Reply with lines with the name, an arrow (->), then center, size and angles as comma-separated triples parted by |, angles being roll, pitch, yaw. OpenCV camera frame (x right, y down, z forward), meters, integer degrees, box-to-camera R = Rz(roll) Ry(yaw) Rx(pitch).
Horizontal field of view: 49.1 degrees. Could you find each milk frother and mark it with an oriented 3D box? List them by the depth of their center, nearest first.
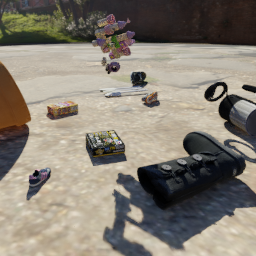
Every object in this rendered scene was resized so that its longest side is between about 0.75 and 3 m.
milk frother -> 4.199, -0.818, 10.911 | 1.994, 1.799, 1.875 | -3, 21, -14

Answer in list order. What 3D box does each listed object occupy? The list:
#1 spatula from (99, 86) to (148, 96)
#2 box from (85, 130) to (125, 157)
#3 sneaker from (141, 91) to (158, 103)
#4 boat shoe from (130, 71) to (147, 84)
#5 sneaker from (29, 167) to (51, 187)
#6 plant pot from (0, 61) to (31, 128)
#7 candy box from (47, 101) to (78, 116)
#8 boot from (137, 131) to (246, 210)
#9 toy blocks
spatula -> -0.254, -2.227, 16.755 | 2.637, 0.212, 1.834 | -6, 17, -18
box -> -0.810, 0.496, 9.609 | 1.097, 0.339, 1.374 | -5, 22, -18
sneaker -> 1.182, -1.652, 14.862 | 0.488, 0.494, 1.263 | 7, 21, 36
boat shoe -> 0.703, -3.461, 18.903 | 0.688, 0.863, 2.282 | 0, 21, 17
sneaker -> -2.393, 1.243, 7.670 | 0.309, 0.361, 0.880 | 6, 22, 14
plant pot -> -5.243, -1.021, 10.809 | 1.870, 2.672, 2.672 | -32, 34, -25
candy box -> -3.076, -0.947, 13.226 | 1.269, 0.358, 0.741 | -18, 29, -35
boot -> 1.438, 0.999, 7.751 | 2.754, 0.904, 2.270 | -17, 25, -26
toy blocks -> -0.329, -3.248, 10.602 | 1.414, 1.570, 1.680 | -9, 51, 24
